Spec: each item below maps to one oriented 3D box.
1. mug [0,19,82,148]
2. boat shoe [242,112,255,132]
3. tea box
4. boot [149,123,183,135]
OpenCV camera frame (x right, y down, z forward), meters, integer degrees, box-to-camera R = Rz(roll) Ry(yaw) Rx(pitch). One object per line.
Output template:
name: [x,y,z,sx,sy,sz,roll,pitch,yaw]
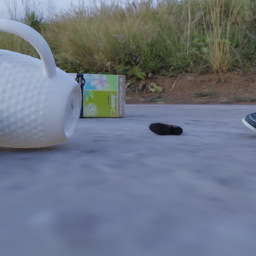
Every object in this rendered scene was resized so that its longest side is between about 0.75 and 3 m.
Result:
mug: [-1.678,-0.608,4.226,1.765,2.013,1.486,11,40,3]
boat shoe: [3.185,-0.193,6.002,1.785,0.552,0.668,3,43,-29]
tea box: [-1.645,-1.462,12.838,2.730,1.854,2.775,-1,6,-10]
boot: [0.829,-0.012,6.450,0.766,0.278,0.813,0,5,-1]
